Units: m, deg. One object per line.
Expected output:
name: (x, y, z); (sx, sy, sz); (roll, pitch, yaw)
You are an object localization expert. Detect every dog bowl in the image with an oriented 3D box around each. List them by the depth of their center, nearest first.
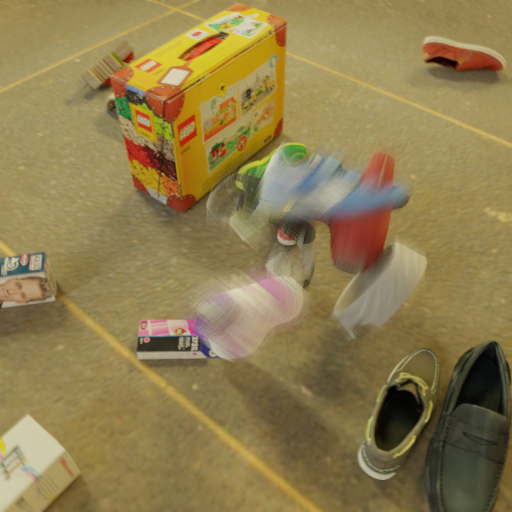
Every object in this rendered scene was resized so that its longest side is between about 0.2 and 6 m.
dog bowl: (2.083, 0.553, 9.702); (0.550, 1.876, 1.876); (40, 55, -2)

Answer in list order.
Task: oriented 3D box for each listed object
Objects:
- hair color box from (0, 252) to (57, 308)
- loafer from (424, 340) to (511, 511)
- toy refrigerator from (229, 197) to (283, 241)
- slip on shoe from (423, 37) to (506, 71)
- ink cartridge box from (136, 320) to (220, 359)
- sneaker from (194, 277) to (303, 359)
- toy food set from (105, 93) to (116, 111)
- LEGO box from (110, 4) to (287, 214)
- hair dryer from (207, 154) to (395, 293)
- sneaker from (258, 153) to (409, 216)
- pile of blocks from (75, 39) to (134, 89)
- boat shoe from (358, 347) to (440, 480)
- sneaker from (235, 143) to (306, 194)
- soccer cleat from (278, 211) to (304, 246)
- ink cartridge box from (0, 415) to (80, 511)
hair color box: (-4.793, 0.516, 10.592); (1.785, 0.893, 0.540); (-8, 49, -7)
loafer: (3.273, 2.666, 8.523); (1.071, 1.108, 3.155); (16, 50, 14)
toy refrigerator: (0.144, -0.875, 10.341); (1.309, 0.497, 0.458); (-36, 6, 13)
slip on shoe: (6.018, -5.714, 16.338); (2.435, 0.902, 0.745); (14, 89, 2)
ink cartridge box: (-1.391, 1.511, 10.152); (1.487, 0.276, 0.704); (1, 48, -3)
sneaker: (-0.501, 1.050, 8.747); (1.422, 2.493, 0.904); (-12, 67, -34)
toy food set: (-2.607, -4.333, 15.156); (2.536, 0.766, 1.820); (12, 49, 21)
LEGO box: (-1.067, -3.371, 12.669); (1.541, 2.973, 3.993); (29, 54, 24)
hair dryer: (1.122, -0.780, 9.630); (3.389, 0.921, 2.581); (-28, 88, -16)
sneaker: (1.168, -1.091, 8.590); (2.305, 0.852, 0.948); (5, 93, 12)
pile of blocks: (-4.232, -5.316, 16.107); (0.671, 0.887, 2.161); (47, 64, -16)
boat shoe: (2.424, 2.379, 9.028); (0.885, 0.740, 2.477); (24, 53, 20)
sneaker: (0.446, -1.947, 13.032); (1.971, 0.730, 0.824); (-33, 70, -22)
soccer cleat: (0.830, -1.052, 12.154); (0.615, 0.660, 1.804); (9, 49, 8)
ink cartridge box: (-3.425, 3.204, 8.166); (0.918, 0.922, 1.269); (31, 55, 25)
